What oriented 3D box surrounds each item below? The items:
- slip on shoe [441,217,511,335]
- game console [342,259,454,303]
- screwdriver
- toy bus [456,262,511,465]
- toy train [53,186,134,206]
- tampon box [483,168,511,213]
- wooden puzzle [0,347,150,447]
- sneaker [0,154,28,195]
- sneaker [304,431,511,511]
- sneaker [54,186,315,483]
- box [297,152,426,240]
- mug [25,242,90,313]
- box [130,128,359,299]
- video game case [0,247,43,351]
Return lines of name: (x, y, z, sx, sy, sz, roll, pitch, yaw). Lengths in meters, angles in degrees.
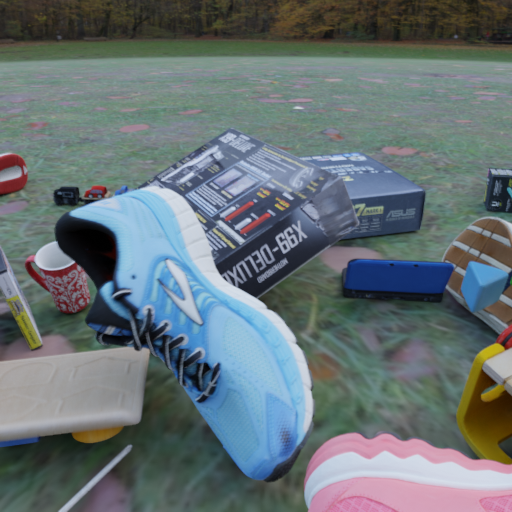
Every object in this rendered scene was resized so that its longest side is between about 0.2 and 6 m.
slip on shoe: (3.550, 0.472, 7.423, 1.063, 1.334, 3.508, 38, 10, -13)
game console: (2.008, 0.189, 8.187, 1.432, 0.847, 1.222, 3, 25, 5)
screwdriver: (-1.646, 2.155, 4.462, 0.295, 0.282, 2.025, -17, 12, 41)
toy bus: (3.151, 1.236, 5.195, 2.578, 1.332, 2.432, 11, 39, 14)
toy train: (-3.371, -1.289, 11.949, 1.947, 0.446, 0.332, 2, 25, 3)
tampon box: (5.370, -1.357, 11.676, 1.048, 0.786, 0.662, 6, 25, 13)
wooden puzzle: (-1.977, 1.447, 5.647, 1.738, 0.434, 1.877, -5, 11, -6)
sneaker: (-6.691, -1.610, 12.192, 1.752, 1.188, 3.032, 2, 11, 24)
sneaker: (1.761, 2.008, 3.526, 3.255, 1.199, 1.412, -11, 27, 26)
sneaker: (-0.844, 0.710, 5.195, 1.485, 1.294, 3.303, -10, 50, -47)
box: (1.076, -1.207, 11.155, 3.563, 0.909, 2.810, -7, 27, -13)
mug: (-2.668, 0.276, 7.687, 0.779, 0.878, 0.586, 26, 48, 29)
box: (-0.615, -0.603, 8.568, 2.780, 0.877, 3.525, -35, 34, -12)
video game case: (-3.139, 0.438, 7.222, 0.165, 1.171, 1.296, -24, 32, -19)
